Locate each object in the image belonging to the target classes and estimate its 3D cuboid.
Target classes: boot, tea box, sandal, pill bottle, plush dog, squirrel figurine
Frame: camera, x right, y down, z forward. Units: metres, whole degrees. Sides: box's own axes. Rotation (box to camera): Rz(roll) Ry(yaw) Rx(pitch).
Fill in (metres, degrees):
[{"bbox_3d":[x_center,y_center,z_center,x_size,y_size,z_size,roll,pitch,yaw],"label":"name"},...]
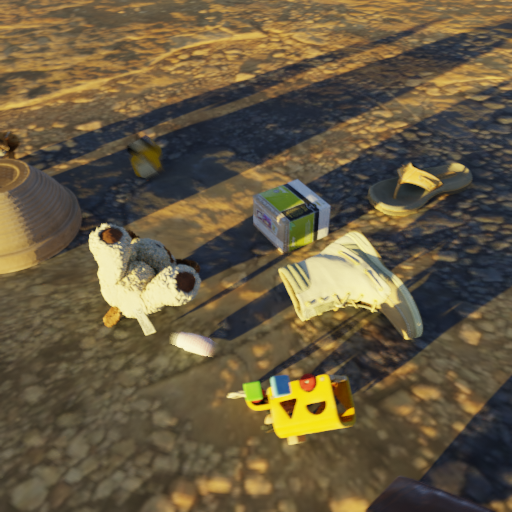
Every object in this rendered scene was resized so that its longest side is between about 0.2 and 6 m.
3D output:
[{"bbox_3d":[2.668,4.057,5.740,3.542,1.138,3.301,15,30,13],"label":"boot"},{"bbox_3d":[0.723,-0.852,11.830,1.193,0.810,1.213,-21,45,-23],"label":"tea box"},{"bbox_3d":[1.632,0.779,9.873,1.795,0.836,2.321,-25,61,-14],"label":"boot"},{"bbox_3d":[3.792,-1.755,12.910,2.962,0.800,1.190,-19,44,-22],"label":"sandal"},{"bbox_3d":[-1.043,1.474,9.423,0.531,0.301,0.301,12,42,16],"label":"pill bottle"},{"bbox_3d":[-2.060,0.308,10.258,2.073,1.663,1.780,30,27,-4],"label":"plush dog"},{"bbox_3d":[-6.210,-2.566,13.613,0.860,1.134,1.215,-5,40,-6],"label":"squirrel figurine"}]

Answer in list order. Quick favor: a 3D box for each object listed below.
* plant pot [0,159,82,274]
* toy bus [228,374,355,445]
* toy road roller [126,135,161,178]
[{"bbox_3d":[-5.291,-1.068,11.673,2.975,1.373,2.975,0,41,0],"label":"plant pot"},{"bbox_3d":[0.562,2.235,8.076,1.615,1.711,0.884,-4,70,-16],"label":"toy bus"},{"bbox_3d":[-2.647,-2.434,13.782,0.614,0.998,0.729,-23,-10,26],"label":"toy road roller"}]
